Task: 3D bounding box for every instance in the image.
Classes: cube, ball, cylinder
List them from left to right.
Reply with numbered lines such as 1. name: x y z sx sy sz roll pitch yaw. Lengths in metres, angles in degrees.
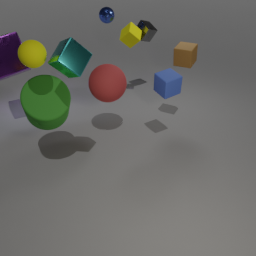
1. cube: -4.737 -2.760 10.967 1.400 1.400 1.400 -25 15 -16
2. ball: -2.431 -1.881 7.132 0.700 0.700 0.700 0 30 0
3. cylinder: -2.511 -0.745 8.652 1.400 1.400 1.400 -10 -9 -16
4. cube: -1.470 -1.760 7.113 0.700 0.700 0.700 10 70 54
5. ball: -0.953 -5.044 12.524 0.700 0.700 0.700 0 30 0
6. ball: -0.749 -1.641 10.291 1.400 1.400 1.400 0 30 0
7. cube: 0.125 -4.273 12.903 0.700 0.700 0.700 -26 45 42
8. cube: 0.831 -4.648 13.439 0.700 0.700 0.700 -14 61 -48
9. cube: 1.376 -1.545 9.727 0.700 0.700 0.700 -22 46 -22
10. cube: 2.165 -2.757 10.555 0.700 0.700 0.700 16 44 25
